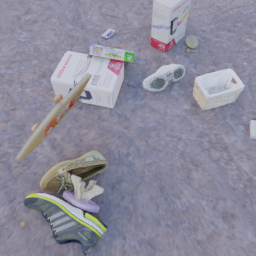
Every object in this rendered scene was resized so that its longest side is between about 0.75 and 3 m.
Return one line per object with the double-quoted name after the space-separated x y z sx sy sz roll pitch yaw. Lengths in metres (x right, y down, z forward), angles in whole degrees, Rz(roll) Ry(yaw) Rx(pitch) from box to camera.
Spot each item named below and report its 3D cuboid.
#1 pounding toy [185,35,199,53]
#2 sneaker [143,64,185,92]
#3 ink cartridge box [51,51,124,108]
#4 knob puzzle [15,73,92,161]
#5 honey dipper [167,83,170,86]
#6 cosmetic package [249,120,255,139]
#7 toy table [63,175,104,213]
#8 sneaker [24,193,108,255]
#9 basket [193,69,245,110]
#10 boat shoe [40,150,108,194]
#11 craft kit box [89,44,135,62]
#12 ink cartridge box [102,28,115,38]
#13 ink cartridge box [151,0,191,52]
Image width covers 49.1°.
3.261 -4.295 14.520 0.687 0.413 0.890 -2 82 -10 "pounding toy"
1.538 -2.369 12.974 2.119 0.826 1.053 -24 34 -14 "sneaker"
-1.730 -2.193 12.527 2.745 1.158 1.987 12 55 7 "ink cartridge box"
-2.362 -0.249 8.272 0.431 3.110 3.110 40 61 -7 "knob puzzle"
1.585 -1.941 13.006 0.793 0.151 0.151 -21 58 -9 "honey dipper"
5.371 0.086 11.556 0.619 0.212 0.821 9 56 8 "cosmetic package"
-1.482 2.202 9.545 1.374 1.263 0.805 21 90 7 "toy table"
-2.201 3.034 9.056 2.951 1.090 1.194 20 61 15 "sneaker"
3.864 -1.644 12.201 1.793 1.106 1.215 -16 57 -10 "basket"
-1.907 1.601 10.006 2.463 0.903 0.772 -28 39 -19 "boat shoe"
-0.750 -3.501 13.032 1.969 0.484 1.993 6 18 -5 "craft kit box"
-1.065 -5.081 15.142 0.380 0.149 0.803 29 58 18 "ink cartridge box"
2.092 -5.362 13.884 1.077 2.515 1.856 34 62 21 "ink cartridge box"
